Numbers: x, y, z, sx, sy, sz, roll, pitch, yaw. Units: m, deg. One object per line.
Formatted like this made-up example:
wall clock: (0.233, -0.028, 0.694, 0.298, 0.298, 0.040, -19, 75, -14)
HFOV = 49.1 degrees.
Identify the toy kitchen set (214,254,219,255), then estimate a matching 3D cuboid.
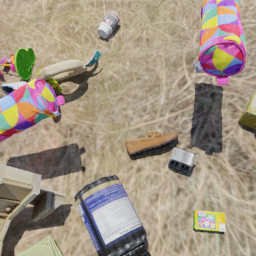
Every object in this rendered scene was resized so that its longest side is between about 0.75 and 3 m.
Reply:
toy kitchen set: (2.395, 4.043, 7.776, 0.851, 0.768, 0.694, -26, 69, -7)

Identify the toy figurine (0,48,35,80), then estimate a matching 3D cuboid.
toy figurine: (-4.534, -2.522, 10.738, 1.423, 1.161, 1.546, 1, 43, 10)

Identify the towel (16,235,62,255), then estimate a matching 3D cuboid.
towel: (-2.859, 4.382, 7.810, 2.429, 0.443, 1.802, -27, 69, -12)

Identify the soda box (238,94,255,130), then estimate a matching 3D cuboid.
soda box: (5.275, -0.163, 9.614, 2.624, 0.889, 0.840, 26, 68, 11)

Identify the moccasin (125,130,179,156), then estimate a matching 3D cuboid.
moccasin: (0.824, 0.391, 9.540, 1.848, 0.676, 0.713, -17, 75, 3)

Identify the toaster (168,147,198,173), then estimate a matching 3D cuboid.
toaster: (1.760, 1.024, 9.115, 0.764, 0.845, 0.502, 19, 63, 7)

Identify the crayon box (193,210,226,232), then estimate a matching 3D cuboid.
crayon box: (2.485, 2.858, 8.586, 0.936, 0.273, 0.556, 5, 66, 2)

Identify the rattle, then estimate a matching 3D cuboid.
rattle: (-1.866, -1.703, 10.358, 2.578, 1.678, 1.841, -20, 78, -38)

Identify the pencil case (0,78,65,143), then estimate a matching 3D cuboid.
pencil case: (-3.066, -0.310, 7.532, 2.613, 1.155, 1.155, -25, 66, 11)

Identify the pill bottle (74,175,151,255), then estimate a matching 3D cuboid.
pill bottle: (-0.382, 2.805, 7.954, 1.474, 1.474, 2.636, -25, 69, -11)

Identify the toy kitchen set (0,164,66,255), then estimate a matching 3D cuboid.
toy kitchen set: (-2.949, 2.827, 7.369, 2.204, 2.701, 2.437, 23, 40, -32)

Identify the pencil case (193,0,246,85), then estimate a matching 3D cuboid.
pencil case: (2.495, -2.526, 7.545, 1.259, 1.259, 2.849, 12, 52, 5)

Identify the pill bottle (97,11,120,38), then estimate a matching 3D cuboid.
pill bottle: (-0.816, -4.279, 11.645, 0.597, 0.597, 1.030, 25, 68, 11)

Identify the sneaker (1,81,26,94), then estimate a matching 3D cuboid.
sneaker: (-4.115, -1.542, 10.551, 1.226, 0.459, 0.531, 5, 53, -1)
